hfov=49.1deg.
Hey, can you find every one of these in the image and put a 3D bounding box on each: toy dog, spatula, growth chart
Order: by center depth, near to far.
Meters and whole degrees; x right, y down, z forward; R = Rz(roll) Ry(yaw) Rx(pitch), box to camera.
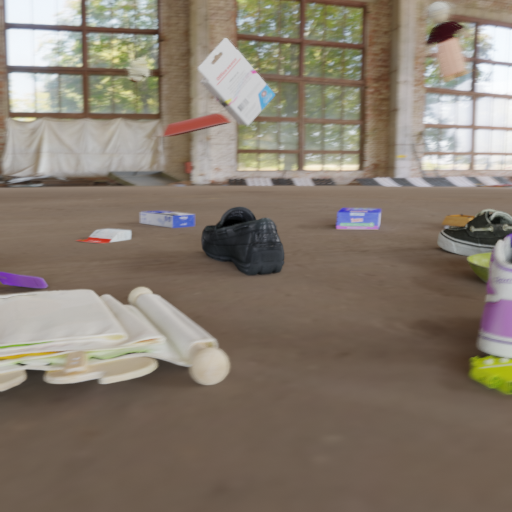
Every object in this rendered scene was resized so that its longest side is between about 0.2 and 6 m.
[{"bbox_3d":[-2.531,0.714,4.797,4.188,0.371,3.031,-2,10,-15],"label":"growth chart"},{"bbox_3d":[-3.700,0.412,7.191,1.928,0.198,0.545,-8,19,-31],"label":"spatula"},{"bbox_3d":[-3.089,-4.811,14.679,0.577,0.560,0.403,-38,13,48],"label":"toy dog"}]

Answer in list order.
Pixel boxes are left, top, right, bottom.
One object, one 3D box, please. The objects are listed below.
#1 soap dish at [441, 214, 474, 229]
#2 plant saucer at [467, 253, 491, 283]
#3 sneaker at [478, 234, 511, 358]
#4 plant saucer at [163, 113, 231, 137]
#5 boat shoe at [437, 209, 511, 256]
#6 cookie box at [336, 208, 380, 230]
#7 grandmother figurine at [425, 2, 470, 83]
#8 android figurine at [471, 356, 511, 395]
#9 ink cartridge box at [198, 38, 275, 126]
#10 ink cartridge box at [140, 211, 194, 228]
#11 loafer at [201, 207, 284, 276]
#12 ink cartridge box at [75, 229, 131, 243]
[{"bbox_3d":[5.518,-0.882,14.823,0.732,0.378,0.930,-5,11,-28],"label":"soap dish"},{"bbox_3d":[4.081,0.254,7.810,2.162,0.336,2.162,0,8,0],"label":"plant saucer"},{"bbox_3d":[2.519,0.298,5.226,0.649,1.022,1.792,4,4,27],"label":"sneaker"},{"bbox_3d":[-1.404,-3.138,13.376,1.484,0.272,1.481,-11,12,5],"label":"plant saucer"},{"bbox_3d":[4.369,-0.396,10.164,0.964,0.868,2.726,-4,10,-22],"label":"boat shoe"},{"bbox_3d":[2.810,-1.020,15.302,1.121,0.493,1.311,2,9,14],"label":"cookie box"},{"bbox_3d":[3.439,-3.886,10.088,0.831,1.371,0.415,-25,15,-4],"label":"grandmother figurine"},{"bbox_3d":[1.949,0.909,4.299,0.609,0.137,0.669,-2,10,-16],"label":"android figurine"},{"bbox_3d":[-0.498,-3.690,11.919,1.626,0.936,0.552,44,-6,-30],"label":"ink cartridge box"},{"bbox_3d":[-2.546,-1.052,15.933,0.774,0.364,1.646,-7,12,-43],"label":"ink cartridge box"},{"bbox_3d":[-0.277,-0.358,9.566,0.945,0.977,2.784,-4,10,-21],"label":"loafer"},{"bbox_3d":[-3.436,-0.454,12.598,0.776,0.229,0.970,6,9,33],"label":"ink cartridge box"}]
